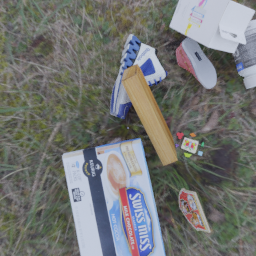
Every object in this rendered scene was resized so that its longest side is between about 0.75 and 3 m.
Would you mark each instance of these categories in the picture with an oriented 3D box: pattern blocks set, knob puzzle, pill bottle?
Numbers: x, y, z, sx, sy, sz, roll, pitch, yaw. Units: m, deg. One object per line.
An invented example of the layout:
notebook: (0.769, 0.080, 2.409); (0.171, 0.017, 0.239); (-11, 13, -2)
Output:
pattern blocks set: (1.919, 0.527, 8.712); (0.883, 0.072, 0.776); (7, 80, 0)
knob puzzle: (1.691, 2.284, 7.783); (0.191, 1.374, 1.374); (-20, 80, -18)
pill bottle: (3.743, -2.181, 8.439); (1.032, 1.032, 1.815); (-16, 88, -3)

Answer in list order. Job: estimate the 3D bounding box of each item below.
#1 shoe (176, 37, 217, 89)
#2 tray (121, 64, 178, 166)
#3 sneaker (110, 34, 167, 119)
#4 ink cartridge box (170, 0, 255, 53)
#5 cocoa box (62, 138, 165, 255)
shoe: (2.120, -1.955, 8.830); (0.612, 0.779, 1.713); (-29, 89, -14)
tray: (0.628, -0.384, 7.667); (0.479, 1.276, 2.586); (-22, 111, 13)
sneaker: (0.399, -1.442, 8.532); (1.458, 1.020, 2.524); (15, 90, -11)
ink cartridge box: (2.428, -3.053, 7.966); (1.273, 1.240, 1.980); (-3, 36, -37)
cocoa box: (-0.304, 1.905, 7.361); (1.952, 1.984, 2.975); (-12, 85, 0)
